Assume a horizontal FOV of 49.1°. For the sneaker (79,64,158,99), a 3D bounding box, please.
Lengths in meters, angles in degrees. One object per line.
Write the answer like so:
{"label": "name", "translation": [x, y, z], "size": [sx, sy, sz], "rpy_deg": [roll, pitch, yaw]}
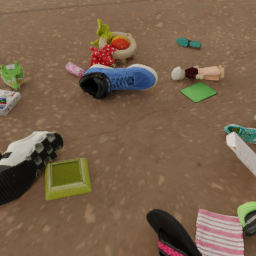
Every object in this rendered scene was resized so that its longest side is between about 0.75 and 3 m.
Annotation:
{"label": "sneaker", "translation": [-0.431, -1.669, 10.419], "size": [2.865, 1.100, 1.594], "rpy_deg": [10, 37, 17]}

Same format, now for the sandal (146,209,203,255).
{"label": "sandal", "translation": [1.136, 2.771, 5.665], "size": [0.616, 1.026, 2.732], "rpy_deg": [-23, 50, -23]}

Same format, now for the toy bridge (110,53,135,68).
{"label": "toy bridge", "translation": [-0.297, -3.102, 12.708], "size": [0.504, 0.204, 1.499], "rpy_deg": [28, 49, 29]}

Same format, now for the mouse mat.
{"label": "mouse mat", "translation": [2.763, -1.416, 10.977], "size": [1.215, 0.046, 0.978], "rpy_deg": [-24, 47, -22]}

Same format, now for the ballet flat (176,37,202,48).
{"label": "ballet flat", "translation": [3.022, -4.168, 13.816], "size": [1.275, 0.430, 0.406], "rpy_deg": [18, 18, 17]}

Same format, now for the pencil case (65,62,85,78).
{"label": "pencil case", "translation": [-2.234, -2.470, 11.864], "size": [0.943, 0.412, 0.412], "rpy_deg": [34, 52, 31]}

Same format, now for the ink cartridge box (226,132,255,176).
{"label": "ink cartridge box", "translation": [3.175, 0.807, 7.743], "size": [1.019, 0.317, 1.266], "rpy_deg": [44, 34, -10]}

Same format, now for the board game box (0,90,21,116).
{"label": "board game box", "translation": [-5.014, -1.017, 10.334], "size": [1.734, 0.300, 1.094], "rpy_deg": [10, 43, 11]}

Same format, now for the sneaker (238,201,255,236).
{"label": "sneaker", "translation": [3.662, 2.259, 6.523], "size": [2.198, 0.844, 0.921], "rpy_deg": [3, 67, 2]}

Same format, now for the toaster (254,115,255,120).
{"label": "toaster", "translation": [5.025, -0.166, 8.863], "size": [1.882, 1.069, 1.215], "rpy_deg": [25, 52, 21]}

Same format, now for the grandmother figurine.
{"label": "grandmother figurine", "translation": [2.828, -2.234, 11.514], "size": [2.070, 0.627, 1.256], "rpy_deg": [-2, 20, 3]}

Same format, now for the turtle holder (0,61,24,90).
{"label": "turtle holder", "translation": [-4.462, -2.022, 11.055], "size": [1.163, 0.826, 0.884], "rpy_deg": [27, 48, 26]}

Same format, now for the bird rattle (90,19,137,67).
{"label": "bird rattle", "translation": [-0.670, -3.726, 12.516], "size": [2.149, 1.485, 2.636], "rpy_deg": [-4, 44, -8]}

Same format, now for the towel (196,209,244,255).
{"label": "towel", "translation": [2.102, 2.608, 6.407], "size": [1.086, 0.222, 1.484], "rpy_deg": [9, 43, 11]}

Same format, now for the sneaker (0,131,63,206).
{"label": "sneaker", "translation": [-3.090, 1.026, 7.732], "size": [1.193, 0.999, 2.696], "rpy_deg": [11, 39, 32]}

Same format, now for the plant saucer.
{"label": "plant saucer", "translation": [-1.702, 1.317, 7.772], "size": [1.228, 0.294, 1.226], "rpy_deg": [-9, 43, -9]}

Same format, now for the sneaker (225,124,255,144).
{"label": "sneaker", "translation": [3.651, 0.181, 8.775], "size": [1.247, 0.483, 0.497], "rpy_deg": [13, 1, 26]}
